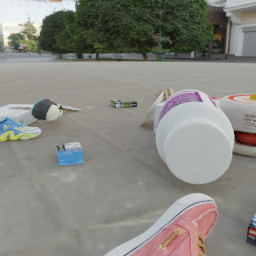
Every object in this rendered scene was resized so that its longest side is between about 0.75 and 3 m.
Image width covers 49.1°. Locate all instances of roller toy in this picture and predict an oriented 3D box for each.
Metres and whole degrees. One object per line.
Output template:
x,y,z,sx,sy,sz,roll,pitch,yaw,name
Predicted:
3.349,-0.183,7.428,1.873,1.435,2.053,-5,17,-15,roller toy

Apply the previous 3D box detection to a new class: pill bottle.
1.424,0.096,6.219,1.583,1.583,2.819,3,16,9,pill bottle

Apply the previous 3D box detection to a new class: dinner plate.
0.851,-0.646,9.528,0.170,1.403,1.403,34,21,3,dinner plate

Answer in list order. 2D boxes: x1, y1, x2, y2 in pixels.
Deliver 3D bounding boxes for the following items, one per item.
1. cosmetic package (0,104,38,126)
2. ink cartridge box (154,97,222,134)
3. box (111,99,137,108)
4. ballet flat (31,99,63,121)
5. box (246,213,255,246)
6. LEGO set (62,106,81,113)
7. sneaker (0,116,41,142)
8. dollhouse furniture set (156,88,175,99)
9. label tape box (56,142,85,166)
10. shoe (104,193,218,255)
-4.082,-0.431,9.954,1.451,0.497,1.925,0,16,10,cosmetic package
2.124,-0.379,8.907,1.675,0.961,2.306,13,21,37,ink cartridge box
-0.186,-1.122,12.746,1.031,0.228,0.826,-5,17,-17,box
-2.562,-0.576,9.310,0.748,0.748,2.047,-1,4,-2,ballet flat
2.523,1.378,4.137,1.060,0.309,1.548,12,20,36,box
-2.787,-0.746,11.615,1.006,0.331,1.347,14,10,41,LEGO set
-3.211,-0.006,8.120,1.300,0.683,0.492,-10,25,-24,sneaker
1.814,-1.557,14.297,1.041,0.596,1.221,-13,-3,-40,dollhouse furniture set
-1.415,0.610,6.824,0.595,0.261,0.825,-5,17,-17,label tape box
0.630,1.487,3.161,2.039,0.729,0.928,-20,26,-37,shoe
